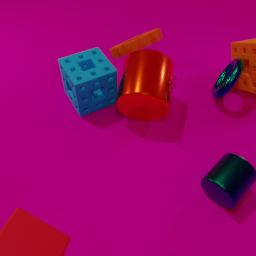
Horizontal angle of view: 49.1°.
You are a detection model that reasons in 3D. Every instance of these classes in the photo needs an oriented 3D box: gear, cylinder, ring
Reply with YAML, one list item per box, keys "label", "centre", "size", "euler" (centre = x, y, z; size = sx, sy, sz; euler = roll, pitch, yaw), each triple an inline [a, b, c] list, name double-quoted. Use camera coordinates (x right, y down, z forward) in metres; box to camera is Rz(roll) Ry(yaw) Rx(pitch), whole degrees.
- label: "gear"
  centre: [0.219, -2.392, 7.927]
  size: [1.502, 0.278, 1.502]
  euler: [-21, 19, 8]
- label: "cylinder"
  centre: [2.059, 1.073, 5.733]
  size: [0.818, 0.818, 0.818]
  euler: [-41, 61, -20]
- label: "cylinder"
  centre: [0.448, -1.043, 7.042]
  size: [1.321, 1.321, 1.321]
  euler: [7, 65, 6]
- label: "ring"
  centre: [2.643, -1.312, 7.444]
  size: [0.241, 1.206, 1.206]
  euler: [31, 54, -2]

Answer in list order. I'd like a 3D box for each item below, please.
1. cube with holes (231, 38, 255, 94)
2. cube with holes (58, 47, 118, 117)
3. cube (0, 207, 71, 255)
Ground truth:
- label: "cube with holes"
  centre: [3.685, -1.729, 7.496]
  size: [1.260, 1.260, 1.260]
  euler: [-12, 19, -8]
- label: "cube with holes"
  centre: [-1.031, -1.229, 7.438]
  size: [1.125, 1.125, 1.125]
  euler: [-23, 55, -19]
- label: "cube"
  centre: [-1.704, 2.078, 4.466]
  size: [1.007, 1.007, 1.007]
  euler: [33, 46, -8]
